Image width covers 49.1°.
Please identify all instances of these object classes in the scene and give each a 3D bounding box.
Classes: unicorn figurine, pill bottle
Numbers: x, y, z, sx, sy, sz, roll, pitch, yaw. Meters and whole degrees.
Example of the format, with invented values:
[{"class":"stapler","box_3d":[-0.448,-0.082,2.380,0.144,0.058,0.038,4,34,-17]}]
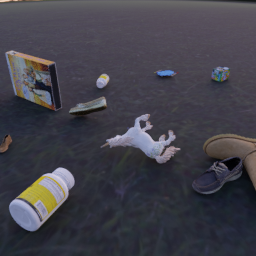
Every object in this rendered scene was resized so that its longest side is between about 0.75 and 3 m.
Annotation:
[{"class":"unicorn figurine","box_3d":[0.458,0.378,9.572,2.431,0.898,1.670,27,55,26]},{"class":"pill bottle","box_3d":[-1.334,-2.438,14.657,0.510,0.510,0.916,6,31,9]},{"class":"pill bottle","box_3d":[-2.166,1.787,7.353,0.920,0.920,1.652,15,34,23]}]

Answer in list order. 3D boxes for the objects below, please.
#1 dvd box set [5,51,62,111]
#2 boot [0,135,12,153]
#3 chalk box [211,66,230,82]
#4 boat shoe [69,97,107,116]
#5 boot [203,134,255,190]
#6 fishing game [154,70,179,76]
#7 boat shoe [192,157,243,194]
[{"class":"dvd box set","box_3d":[-4.270,-2.165,12.640,2.950,2.158,0.434,21,38,30]},{"class":"boot","box_3d":[-4.403,0.549,9.953,0.315,0.323,0.856,2,33,0]},{"class":"chalk box","box_3d":[5.028,-2.953,15.414,0.991,0.614,0.618,-23,39,-31]},{"class":"boat shoe","box_3d":[-1.700,-0.908,11.802,1.584,0.578,0.498,-13,73,5]},{"class":"boot","box_3d":[3.652,1.241,8.317,2.308,0.871,2.635,0,33,1]},{"class":"fishing game","box_3d":[2.159,-3.110,16.078,1.338,0.208,0.958,16,34,38]},{"class":"boat shoe","box_3d":[2.669,1.310,8.335,1.891,0.693,0.704,-20,37,-29]}]
